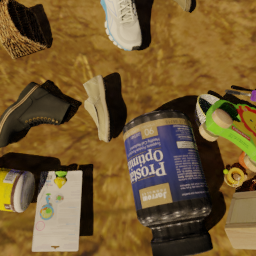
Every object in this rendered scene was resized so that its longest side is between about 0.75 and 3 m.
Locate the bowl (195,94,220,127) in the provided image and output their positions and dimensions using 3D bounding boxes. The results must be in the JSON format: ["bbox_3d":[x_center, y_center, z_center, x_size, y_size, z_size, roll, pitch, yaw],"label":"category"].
[{"bbox_3d":[2.149,-0.229,7.204,1.244,0.584,1.244,18,43,-18],"label":"bowl"}]

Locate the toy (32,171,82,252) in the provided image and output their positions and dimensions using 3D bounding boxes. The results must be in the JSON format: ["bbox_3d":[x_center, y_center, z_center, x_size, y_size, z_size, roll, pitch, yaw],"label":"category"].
[{"bbox_3d":[-1.604,1.928,6.618,1.029,0.422,1.788,-2,70,2],"label":"toy"}]

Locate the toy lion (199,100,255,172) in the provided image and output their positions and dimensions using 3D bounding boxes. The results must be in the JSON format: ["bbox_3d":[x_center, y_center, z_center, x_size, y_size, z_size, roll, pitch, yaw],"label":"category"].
[{"bbox_3d":[2.854,-0.023,6.810,2.000,0.687,1.917,34,40,0],"label":"toy lion"}]

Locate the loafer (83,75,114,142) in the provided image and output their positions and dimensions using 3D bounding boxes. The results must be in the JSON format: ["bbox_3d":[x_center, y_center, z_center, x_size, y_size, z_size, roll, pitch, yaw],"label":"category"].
[{"bbox_3d":[-0.787,-0.483,7.368,0.637,0.706,1.866,-12,70,6],"label":"loafer"}]

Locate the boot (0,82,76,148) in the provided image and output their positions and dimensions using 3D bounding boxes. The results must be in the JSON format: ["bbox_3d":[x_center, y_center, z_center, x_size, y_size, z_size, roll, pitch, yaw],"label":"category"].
[{"bbox_3d":[-2.397,-0.159,7.242,1.353,0.758,1.956,26,73,4],"label":"boot"}]

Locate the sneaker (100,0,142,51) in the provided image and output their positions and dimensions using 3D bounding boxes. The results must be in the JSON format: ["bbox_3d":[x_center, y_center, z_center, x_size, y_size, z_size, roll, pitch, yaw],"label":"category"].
[{"bbox_3d":[-0.209,-3.469,7.896,0.985,1.139,2.629,-17,80,-20],"label":"sneaker"}]

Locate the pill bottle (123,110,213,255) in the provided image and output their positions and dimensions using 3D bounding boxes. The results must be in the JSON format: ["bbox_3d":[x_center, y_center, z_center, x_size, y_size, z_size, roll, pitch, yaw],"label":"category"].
[{"bbox_3d":[0.892,1.216,6.219,1.637,1.637,2.927,-9,70,-3],"label":"pill bottle"}]

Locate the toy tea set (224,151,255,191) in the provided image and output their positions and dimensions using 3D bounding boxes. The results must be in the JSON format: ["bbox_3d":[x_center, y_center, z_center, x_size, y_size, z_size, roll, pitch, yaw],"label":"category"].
[{"bbox_3d":[3.345,1.226,6.715,1.900,0.703,1.130,31,73,11],"label":"toy tea set"}]

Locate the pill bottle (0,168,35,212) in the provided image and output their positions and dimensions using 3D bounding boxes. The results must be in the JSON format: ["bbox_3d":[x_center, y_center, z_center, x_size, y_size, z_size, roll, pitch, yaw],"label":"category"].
[{"bbox_3d":[-3.160,1.386,6.529,1.730,0.945,0.945,7,70,3],"label":"pill bottle"}]

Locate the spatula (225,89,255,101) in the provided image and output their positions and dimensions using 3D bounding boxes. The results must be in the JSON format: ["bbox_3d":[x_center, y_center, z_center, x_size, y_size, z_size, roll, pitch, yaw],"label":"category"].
[{"bbox_3d":[2.980,-0.875,7.228,1.004,0.103,0.284,8,100,-3],"label":"spatula"}]

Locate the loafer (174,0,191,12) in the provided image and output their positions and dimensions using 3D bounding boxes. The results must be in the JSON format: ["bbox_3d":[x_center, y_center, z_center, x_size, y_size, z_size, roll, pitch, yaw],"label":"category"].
[{"bbox_3d":[1.654,-4.095,8.807,0.409,0.461,1.213,-11,60,-3],"label":"loafer"}]

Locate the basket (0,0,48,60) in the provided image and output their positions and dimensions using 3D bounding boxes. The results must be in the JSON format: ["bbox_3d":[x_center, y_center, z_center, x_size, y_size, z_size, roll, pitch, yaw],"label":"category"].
[{"bbox_3d":[-3.143,-2.966,8.039,1.123,1.076,1.507,-20,72,-6],"label":"basket"}]

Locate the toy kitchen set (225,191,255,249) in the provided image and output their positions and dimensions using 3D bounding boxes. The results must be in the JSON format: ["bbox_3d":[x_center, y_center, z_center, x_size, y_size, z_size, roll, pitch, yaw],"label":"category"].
[{"bbox_3d":[4.188,2.478,6.229,2.430,2.687,2.978,-44,112,-51],"label":"toy kitchen set"}]
